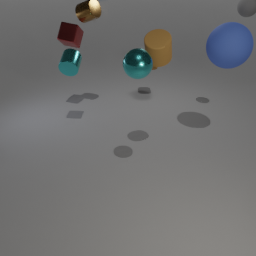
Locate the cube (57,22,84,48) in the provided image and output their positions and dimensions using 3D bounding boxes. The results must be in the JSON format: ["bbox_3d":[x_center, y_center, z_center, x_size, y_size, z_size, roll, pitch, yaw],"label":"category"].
[{"bbox_3d":[-2.227,-3.600,10.876,0.700,0.700,0.700,14,-1,10],"label":"cube"}]

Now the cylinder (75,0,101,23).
[{"bbox_3d":[-1.465,-4.339,10.376,0.700,0.700,0.700,-3,22,35],"label":"cylinder"}]

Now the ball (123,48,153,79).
[{"bbox_3d":[0.227,-1.483,6.485,0.700,0.700,0.700,0,29,0],"label":"ball"}]

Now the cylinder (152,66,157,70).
[{"bbox_3d":[1.074,-3.185,13.287,0.700,0.700,0.700,5,-3,0],"label":"cylinder"}]

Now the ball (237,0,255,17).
[{"bbox_3d":[4.175,-4.231,9.745,0.700,0.700,0.700,0,29,0],"label":"ball"}]

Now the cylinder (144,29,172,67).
[{"bbox_3d":[0.797,-2.089,7.342,0.700,0.700,0.700,-4,61,7],"label":"cylinder"}]

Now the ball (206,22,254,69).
[{"bbox_3d":[3.172,-2.577,8.784,1.400,1.400,1.400,0,29,0],"label":"ball"}]

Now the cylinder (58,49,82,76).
[{"bbox_3d":[-2.038,-2.317,9.906,0.700,0.700,0.700,3,54,6],"label":"cylinder"}]
